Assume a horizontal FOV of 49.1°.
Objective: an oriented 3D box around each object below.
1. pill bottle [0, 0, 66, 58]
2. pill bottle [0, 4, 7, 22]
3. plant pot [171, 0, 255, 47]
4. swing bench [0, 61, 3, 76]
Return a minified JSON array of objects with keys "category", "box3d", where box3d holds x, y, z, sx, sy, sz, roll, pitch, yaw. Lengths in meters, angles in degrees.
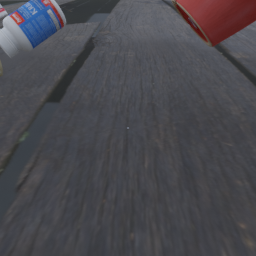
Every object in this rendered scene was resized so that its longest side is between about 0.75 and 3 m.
[{"category":"pill bottle","box3d":[-1.344,-1.370,3.802,0.910,0.511,0.511,-42,44,-12]},{"category":"pill bottle","box3d":[-4.009,-3.377,7.218,0.939,1.570,0.939,-28,26,15]},{"category":"plant pot","box3d":[2.114,-2.968,6.227,1.819,2.056,2.056,-41,27,17]},{"category":"swing bench","box3d":[-3.119,-1.279,5.394,0.935,0.607,0.930,30,41,17]}]
